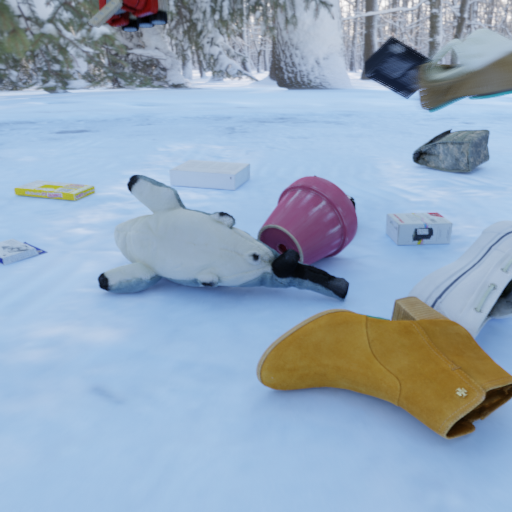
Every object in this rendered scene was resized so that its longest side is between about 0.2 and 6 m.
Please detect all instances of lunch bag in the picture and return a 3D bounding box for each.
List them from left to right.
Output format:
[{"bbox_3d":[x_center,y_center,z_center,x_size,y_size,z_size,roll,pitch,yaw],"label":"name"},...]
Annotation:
[{"bbox_3d":[5.906,-3.233,17.088,1.918,1.128,1.573,10,26,41],"label":"lunch bag"}]

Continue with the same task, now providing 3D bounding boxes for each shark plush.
[{"bbox_3d":[-0.538,-0.187,8.951,4.079,1.853,1.699,1,-10,16],"label":"shark plush"}]

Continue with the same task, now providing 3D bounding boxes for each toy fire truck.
[{"bbox_3d":[-2.273,-4.090,9.272,1.177,0.861,1.338,8,14,39],"label":"toy fire truck"}]

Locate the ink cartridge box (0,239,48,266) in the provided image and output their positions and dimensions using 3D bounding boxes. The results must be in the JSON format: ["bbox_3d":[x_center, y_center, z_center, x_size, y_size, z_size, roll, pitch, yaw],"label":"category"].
[{"bbox_3d":[-4.415,-0.114,10.231,0.857,0.174,0.858,17,27,37],"label":"ink cartridge box"}]

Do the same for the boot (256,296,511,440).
[{"bbox_3d":[1.355,1.261,5.824,2.362,0.831,1.691,-17,35,-17],"label":"boot"}]

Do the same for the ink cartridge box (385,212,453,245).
[{"bbox_3d":[3.156,-0.539,10.959,1.065,0.441,0.776,-2,21,-4],"label":"ink cartridge box"}]

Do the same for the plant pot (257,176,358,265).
[{"bbox_3d":[0.774,-0.443,9.564,1.474,1.474,1.320,16,41,37],"label":"plant pot"}]

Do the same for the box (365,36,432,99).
[{"bbox_3d":[2.994,-3.907,11.694,1.187,0.838,0.468,19,55,-25],"label":"box"}]

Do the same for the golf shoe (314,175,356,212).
[{"bbox_3d":[1.559,-1.062,12.051,1.087,0.894,2.301,16,22,-5],"label":"golf shoe"}]

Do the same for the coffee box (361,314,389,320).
[{"bbox_3d":[1.283,1.047,7.130,0.627,0.224,1.020,9,22,23],"label":"coffee box"}]

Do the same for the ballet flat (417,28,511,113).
[{"bbox_3d":[3.397,-2.962,8.805,0.950,1.013,2.800,-33,14,-8],"label":"ballet flat"}]

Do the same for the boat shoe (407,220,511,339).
[{"bbox_3d":[3.241,0.467,7.797,3.101,1.140,1.035,-29,49,-35],"label":"boat shoe"}]

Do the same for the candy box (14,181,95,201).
[{"bbox_3d":[-5.094,-1.659,14.176,1.767,0.233,0.903,7,19,16],"label":"candy box"}]

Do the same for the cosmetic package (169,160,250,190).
[{"bbox_3d":[-1.237,-2.233,15.326,1.860,0.481,1.402,6,20,15],"label":"cosmetic package"}]
